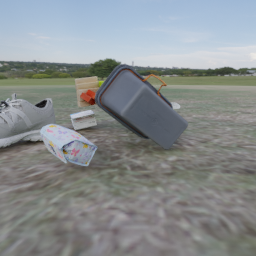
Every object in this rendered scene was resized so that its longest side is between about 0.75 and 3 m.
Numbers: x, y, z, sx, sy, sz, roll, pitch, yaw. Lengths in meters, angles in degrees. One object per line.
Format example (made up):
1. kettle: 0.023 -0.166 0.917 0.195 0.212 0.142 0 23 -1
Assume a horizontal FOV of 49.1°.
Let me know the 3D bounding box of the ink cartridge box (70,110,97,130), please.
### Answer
1. ink cartridge box: -1.348 -0.242 8.478 0.687 0.396 1.186 -14 11 -11

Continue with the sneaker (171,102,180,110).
1. sneaker: 1.873 -0.883 12.224 0.835 0.307 0.493 6 -21 17

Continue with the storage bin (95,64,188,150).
1. storage bin: 0.436 -0.437 6.112 1.866 1.358 1.253 37 4 -30

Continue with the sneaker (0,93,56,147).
1. sneaker: -2.752 -0.228 6.263 1.027 1.127 2.749 7 7 27

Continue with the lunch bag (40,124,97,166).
1. lunch bag: -1.009 0.272 4.568 0.650 0.487 0.766 29 -1 34

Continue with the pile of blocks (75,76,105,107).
1. pile of blocks: -0.172 -0.782 7.780 2.668 1.095 0.829 15 5 -21
